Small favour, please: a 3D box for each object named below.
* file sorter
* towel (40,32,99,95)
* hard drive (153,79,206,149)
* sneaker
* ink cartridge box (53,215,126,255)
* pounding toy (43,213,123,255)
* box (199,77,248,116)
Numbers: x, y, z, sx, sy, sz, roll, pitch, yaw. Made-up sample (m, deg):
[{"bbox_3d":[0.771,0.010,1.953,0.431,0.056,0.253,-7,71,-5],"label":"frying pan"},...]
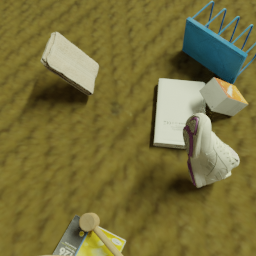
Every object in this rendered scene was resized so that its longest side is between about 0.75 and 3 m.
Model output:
[{"bbox_3d":[3.012,-2.762,8.942,1.310,1.481,2.135,-43,70,-13],"label":"file sorter"},{"bbox_3d":[-1.634,-1.893,8.275,0.315,1.829,1.212,-18,53,41],"label":"towel"},{"bbox_3d":[1.593,-0.462,8.515,1.478,0.294,2.241,6,63,3],"label":"hard drive"},{"bbox_3d":[1.973,0.480,6.625,1.236,2.482,0.929,-12,49,8],"label":"sneaker"},{"bbox_3d":[-1.008,3.061,6.683,1.447,0.344,1.464,21,63,16],"label":"ink cartridge box"},{"bbox_3d":[-1.045,3.036,5.835,2.186,1.138,2.488,-3,69,13],"label":"pounding toy"},{"bbox_3d":[2.802,-0.886,8.182,1.241,0.605,0.772,7,49,-42],"label":"box"}]
